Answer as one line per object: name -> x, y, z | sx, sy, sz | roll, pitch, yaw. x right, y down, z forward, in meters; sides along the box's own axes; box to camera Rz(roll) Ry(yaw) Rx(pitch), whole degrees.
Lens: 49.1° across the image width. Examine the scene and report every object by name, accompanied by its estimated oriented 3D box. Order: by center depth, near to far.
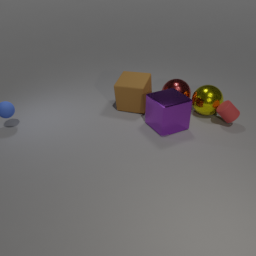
ball -> -5.044, -0.748, 11.555 | 0.700, 0.700, 0.700 | 0, 31, 0
cube -> 1.672, -0.691, 11.792 | 1.400, 1.400, 1.400 | -15, 35, -23
cylinder -> 4.255, -0.696, 11.906 | 0.700, 0.700, 0.700 | 43, 31, -14
ball -> 3.607, -1.262, 12.713 | 1.400, 1.400, 1.400 | 0, 31, 0
cube -> 0.275, -1.697, 13.202 | 1.400, 1.400, 1.400 | 8, 42, 17
ball -> 2.287, -1.641, 13.333 | 1.400, 1.400, 1.400 | 0, 31, 0
